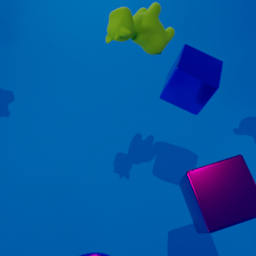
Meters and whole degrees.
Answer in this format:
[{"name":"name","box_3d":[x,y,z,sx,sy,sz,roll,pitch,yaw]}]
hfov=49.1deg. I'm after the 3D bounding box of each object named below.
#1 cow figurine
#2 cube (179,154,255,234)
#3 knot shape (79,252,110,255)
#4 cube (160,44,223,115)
[{"name":"cow figurine","box_3d":[0.216,-1.754,5.197,1.245,0.683,1.225,47,65,-31]},{"name":"cube","box_3d":[1.604,1.199,4.955,1.018,1.018,1.018,-17,69,-4]},{"name":"knot shape","box_3d":[-0.488,2.674,4.676,1.604,1.501,0.741,6,32,45]},{"name":"cube","box_3d":[1.280,-0.971,5.682,0.877,0.877,0.877,25,51,-1]}]
